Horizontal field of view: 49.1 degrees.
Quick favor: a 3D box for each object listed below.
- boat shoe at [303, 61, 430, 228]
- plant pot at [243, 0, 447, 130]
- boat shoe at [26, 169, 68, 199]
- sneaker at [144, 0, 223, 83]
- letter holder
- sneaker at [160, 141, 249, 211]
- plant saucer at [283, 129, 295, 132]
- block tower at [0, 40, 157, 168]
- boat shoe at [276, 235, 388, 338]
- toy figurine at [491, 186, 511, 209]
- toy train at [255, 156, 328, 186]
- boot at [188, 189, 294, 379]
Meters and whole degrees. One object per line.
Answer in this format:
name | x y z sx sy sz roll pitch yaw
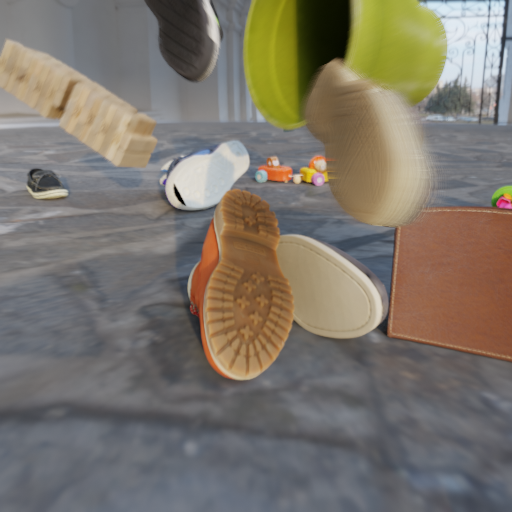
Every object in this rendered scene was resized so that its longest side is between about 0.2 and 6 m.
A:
boat shoe | 0.949 -0.929 4.424 0.740 0.821 2.284 15 28 -16
plant pot | 1.570 -3.293 8.866 2.533 2.631 2.631 -6 17 -34
boat shoe | -5.030 -1.724 13.343 0.721 0.601 1.932 -9 20 -34
sneaker | -0.741 -3.082 7.389 0.988 0.856 2.387 17 42 -41
letter holder | 2.425 0.166 5.447 2.004 1.425 1.008 8 18 28
sneaker | -1.599 -1.630 12.645 2.076 1.142 2.835 -13 22 38
plant saucer | 0.882 -3.889 11.502 0.983 2.811 0.267 -36 51 -24
block tower | -2.497 -2.113 7.795 2.470 0.667 0.714 34 17 15
boat shoe | 0.586 0.152 6.306 0.864 1.001 2.755 -13 16 -30
toy figurine | 4.842 -0.807 10.577 0.898 0.674 0.827 30 40 13
toy train | 1.442 -2.547 15.770 2.863 0.796 2.151 -16 23 -42
boot | -0.265 0.463 5.664 0.850 1.215 2.267 21 38 -17
